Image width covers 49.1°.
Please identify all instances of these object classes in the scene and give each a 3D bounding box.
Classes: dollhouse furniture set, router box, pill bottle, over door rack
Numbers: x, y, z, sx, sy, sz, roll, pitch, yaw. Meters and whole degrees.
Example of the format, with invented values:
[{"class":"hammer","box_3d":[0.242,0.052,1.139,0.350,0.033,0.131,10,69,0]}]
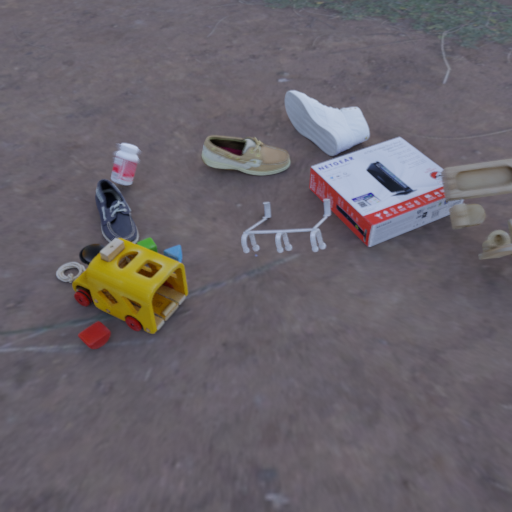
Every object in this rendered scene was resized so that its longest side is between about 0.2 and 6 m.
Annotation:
[{"class":"dollhouse furniture set","box_3d":[4.440,-0.927,9.919,1.721,1.475,1.810,-7,83,4]},{"class":"router box","box_3d":[2.716,-1.421,11.808,2.447,0.598,2.197,-21,48,-20]},{"class":"pill bottle","box_3d":[-2.821,-1.979,12.079,0.461,0.821,0.461,17,19,-6]},{"class":"over door rack","box_3d":[0.639,-0.494,10.653,1.405,0.634,1.902,-1,24,16]}]

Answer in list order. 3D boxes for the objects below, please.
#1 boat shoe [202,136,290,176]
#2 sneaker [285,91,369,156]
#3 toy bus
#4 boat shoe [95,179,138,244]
[{"class":"boat shoe","box_3d":[-0.204,-2.295,12.530,2.012,0.668,0.744,2,54,-6]},{"class":"sneaker","box_3d":[1.765,-3.370,13.716,1.307,0.833,2.262,-23,59,-24]},{"class":"toy bus","box_3d":[-2.334,0.300,9.640,2.322,1.200,2.191,-12,46,-12]},{"class":"boat shoe","box_3d":[-2.871,-0.879,11.280,0.663,0.572,1.825,-18,47,-17]}]
